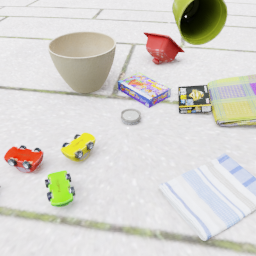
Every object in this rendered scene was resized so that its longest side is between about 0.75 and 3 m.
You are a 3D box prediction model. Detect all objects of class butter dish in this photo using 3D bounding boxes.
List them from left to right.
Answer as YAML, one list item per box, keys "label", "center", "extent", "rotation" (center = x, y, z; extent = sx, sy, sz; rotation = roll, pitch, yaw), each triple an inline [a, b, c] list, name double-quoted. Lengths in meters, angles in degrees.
- label: "butter dish"
  center: [1.529, -3.620, 13.208]
  extent: [1.675, 1.242, 1.680]
  rotation: [25, 1, 39]

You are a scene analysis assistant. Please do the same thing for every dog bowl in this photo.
- label: "dog bowl"
  center: [0.102, -0.380, 9.847]
  extent: [0.774, 0.227, 0.774]
  rotation: [0, 38, 0]

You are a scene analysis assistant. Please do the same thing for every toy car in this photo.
- label: "toy car"
  center: [-1.937, 1.220, 7.566]
  extent: [2.595, 0.579, 2.442]
  rotation: [-12, 41, -14]

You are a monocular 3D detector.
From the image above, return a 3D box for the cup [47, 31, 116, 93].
- label: "cup"
  center: [-1.736, -2.519, 11.212]
  extent: [2.598, 1.858, 2.598]
  rotation: [0, 40, 0]

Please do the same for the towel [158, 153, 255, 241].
- label: "towel"
  center: [2.278, 1.636, 7.264]
  extent: [2.501, 0.298, 1.836]
  rotation: [-20, 43, -23]

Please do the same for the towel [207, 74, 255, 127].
- label: "towel"
  center: [4.134, -1.062, 10.379]
  extent: [2.142, 0.340, 2.983]
  rotation: [-7, 37, 11]

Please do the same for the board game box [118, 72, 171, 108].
- label: "board game box"
  center: [0.637, -1.561, 11.186]
  extent: [1.215, 0.405, 1.808]
  rotation: [-29, 47, -32]

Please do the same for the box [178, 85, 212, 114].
- label: "box"
  center: [2.475, -1.102, 10.540]
  extent: [1.165, 0.360, 1.459]
  rotation: [-3, 38, 12]

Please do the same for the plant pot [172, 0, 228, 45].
- label: "plant pot"
  center: [1.570, -2.736, 6.645]
  extent: [1.149, 1.149, 1.106]
  rotation: [-7, 41, -9]
